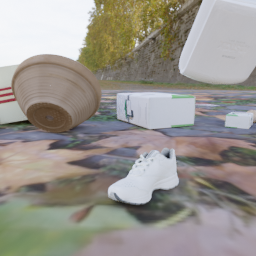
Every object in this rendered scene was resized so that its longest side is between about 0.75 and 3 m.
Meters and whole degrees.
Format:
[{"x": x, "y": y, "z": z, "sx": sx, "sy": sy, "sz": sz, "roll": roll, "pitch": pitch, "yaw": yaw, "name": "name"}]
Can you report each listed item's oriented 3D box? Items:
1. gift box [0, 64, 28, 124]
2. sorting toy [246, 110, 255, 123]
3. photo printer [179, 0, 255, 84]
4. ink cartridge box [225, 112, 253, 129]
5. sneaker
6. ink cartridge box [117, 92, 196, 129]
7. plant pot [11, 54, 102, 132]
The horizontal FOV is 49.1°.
[{"x": -3.269, "y": -1.188, "z": 9.754, "sx": 2.198, "sy": 2.172, "sz": 2.353, "roll": -9, "pitch": 14, "yaw": -3, "name": "gift box"}, {"x": 5.548, "y": -0.400, "z": 10.104, "sx": 2.218, "sy": 0.405, "sz": 2.053, "roll": -2, "pitch": 9, "yaw": 15, "name": "sorting toy"}, {"x": 2.836, "y": -2.448, "z": 8.114, "sx": 2.275, "sy": 2.734, "sz": 0.949, "roll": 7, "pitch": 49, "yaw": -11, "name": "photo printer"}, {"x": 3.563, "y": -0.258, "z": 8.950, "sx": 0.712, "sy": 0.410, "sz": 0.976, "roll": 5, "pitch": 11, "yaw": 29, "name": "ink cartridge box"}, {"x": 0.205, "y": 0.577, "z": 3.543, "sx": 0.474, "sy": 0.554, "sz": 1.272, "roll": 8, "pitch": 13, "yaw": 36, "name": "sneaker"}, {"x": 0.852, "y": -0.674, "z": 9.596, "sx": 1.748, "sy": 1.009, "sz": 2.392, "roll": -4, "pitch": 10, "yaw": -25, "name": "ink cartridge box"}, {"x": -2.031, "y": -0.679, "z": 7.708, "sx": 2.493, "sy": 2.493, "sz": 1.151, "roll": 1, "pitch": 51, "yaw": 5, "name": "plant pot"}]
